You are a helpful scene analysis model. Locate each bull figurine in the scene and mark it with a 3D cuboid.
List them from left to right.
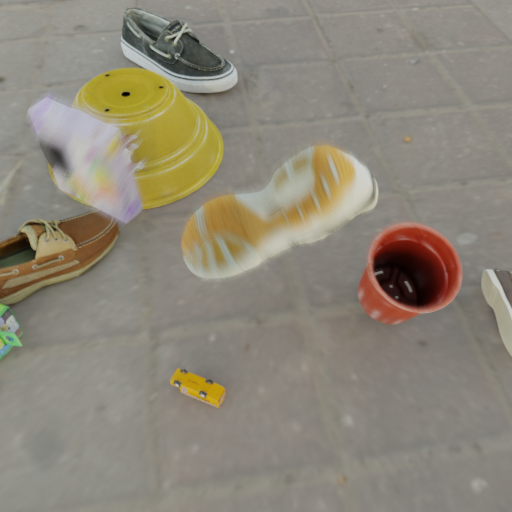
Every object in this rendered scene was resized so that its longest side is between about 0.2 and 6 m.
[{"bbox_3d":[-2.213,-1.613,9.481,0.550,0.905,0.295,-13,7,-14],"label":"bull figurine"}]

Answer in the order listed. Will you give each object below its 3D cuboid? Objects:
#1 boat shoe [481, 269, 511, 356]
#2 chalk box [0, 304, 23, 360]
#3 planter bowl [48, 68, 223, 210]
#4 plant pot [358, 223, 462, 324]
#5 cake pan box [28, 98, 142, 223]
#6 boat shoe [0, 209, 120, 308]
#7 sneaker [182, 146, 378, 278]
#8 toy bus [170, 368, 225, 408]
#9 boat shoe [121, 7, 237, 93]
[{"bbox_3d":[3.922,0.859,8.506,0.498,0.601,1.673,-3,43,1],"label":"boat shoe"},{"bbox_3d":[-3.974,1.103,8.200,1.139,0.709,0.705,18,51,17],"label":"chalk box"},{"bbox_3d":[-2.436,-2.622,10.941,3.540,1.475,3.540,0,48,0],"label":"planter bowl"},{"bbox_3d":[2.076,0.373,8.081,1.290,1.255,1.290,2,68,-5],"label":"plant pot"},{"bbox_3d":[-2.668,-1.494,8.778,1.742,1.604,0.456,27,52,25],"label":"cake pan box"},{"bbox_3d":[-3.428,-0.087,9.063,2.589,0.956,0.979,-35,57,-26],"label":"boat shoe"},{"bbox_3d":[0.296,-0.393,7.599,1.305,2.978,1.126,7,68,-50],"label":"sneaker"},{"bbox_3d":[-0.817,1.842,7.831,0.750,0.294,0.244,18,53,15],"label":"toy bus"},{"bbox_3d":[-1.942,-4.825,13.007,3.416,1.211,1.231,27,54,22],"label":"boat shoe"}]
